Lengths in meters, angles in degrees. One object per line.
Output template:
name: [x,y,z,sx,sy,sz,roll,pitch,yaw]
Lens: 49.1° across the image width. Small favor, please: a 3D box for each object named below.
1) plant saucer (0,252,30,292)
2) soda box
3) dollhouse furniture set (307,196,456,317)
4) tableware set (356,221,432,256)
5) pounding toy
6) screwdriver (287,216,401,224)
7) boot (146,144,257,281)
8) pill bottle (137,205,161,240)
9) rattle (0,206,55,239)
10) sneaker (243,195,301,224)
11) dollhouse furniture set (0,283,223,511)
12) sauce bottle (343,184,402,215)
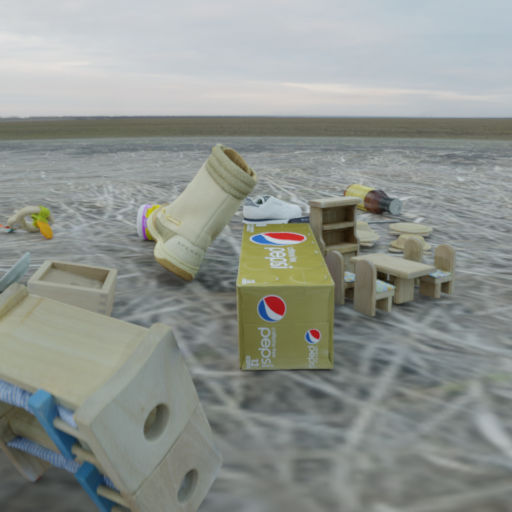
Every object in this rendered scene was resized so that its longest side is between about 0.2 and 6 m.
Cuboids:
plant saucer: [-3.855,0.313,8.918,0.846,0.212,0.846,-42,17,16]
soda box: [0.338,0.377,7.661,1.104,1.043,3.260,-1,16,0]
dollhouse furniture set: [1.777,-0.120,8.688,1.798,1.362,2.051,-9,15,-33]
tableware set: [2.763,-0.438,12.110,2.077,0.289,2.487,5,15,13]
pounding toy: [-2.586,0.621,7.514,1.247,0.887,1.148,8,15,-9]
screwdriver: [2.090,-0.782,13.164,2.990,0.417,0.435,-5,21,-25]
boot: [-1.005,-0.991,10.145,1.032,2.205,2.836,32,10,-19]
pill bottle: [-1.777,-0.711,12.159,1.478,0.770,0.770,2,15,4]
rattle: [-5.213,-0.541,12.631,1.278,0.913,0.832,-16,-16,-4]
sneaker: [0.448,-1.181,14.020,1.753,0.706,0.670,-10,16,-38]
dollhouse furniture set: [-1.510,1.522,3.472,1.500,1.491,2.128,10,42,30]
sauce bottle: [3.191,-1.503,15.303,0.693,0.693,2.100,-7,19,-24]
